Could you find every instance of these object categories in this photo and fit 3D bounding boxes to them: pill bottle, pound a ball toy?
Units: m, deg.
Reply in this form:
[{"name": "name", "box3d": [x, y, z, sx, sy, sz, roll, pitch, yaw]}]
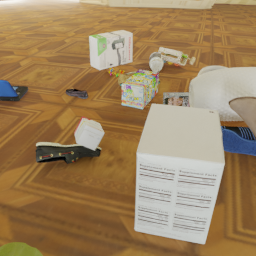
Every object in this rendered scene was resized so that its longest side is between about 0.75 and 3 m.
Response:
[{"name": "pill bottle", "box3d": [1.625, -3.788, 16.121, 0.808, 0.808, 1.421, 2, 31, 4]}, {"name": "pound a ball toy", "box3d": [2.906, -4.185, 16.969, 1.973, 0.838, 1.286, 27, 15, 36]}]

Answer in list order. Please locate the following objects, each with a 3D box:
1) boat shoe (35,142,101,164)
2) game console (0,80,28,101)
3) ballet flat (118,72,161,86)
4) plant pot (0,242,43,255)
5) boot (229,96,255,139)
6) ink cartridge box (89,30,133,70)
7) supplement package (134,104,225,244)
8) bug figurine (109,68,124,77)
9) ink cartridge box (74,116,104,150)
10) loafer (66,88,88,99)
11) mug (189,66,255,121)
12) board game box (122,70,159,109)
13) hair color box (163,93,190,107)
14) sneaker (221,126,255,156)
[{"name": "boat shoe", "box3d": [-1.864, 0.838, 8.897, 2.056, 0.752, 0.644, 2, 70, -17]}, {"name": "game console", "box3d": [-5.997, -1.967, 12.715, 2.238, 1.324, 1.910, 3, 33, 3]}, {"name": "ballet flat", "box3d": [0.572, -2.509, 14.025, 2.134, 0.672, 0.732, -3, -7, -4]}, {"name": "plant pot", "box3d": [-2.125, 2.935, 4.838, 1.677, 1.677, 1.592, -1, 19, -2]}, {"name": "boot", "box3d": [3.823, -0.106, 8.326, 1.977, 0.694, 1.445, 4, 67, -36]}, {"name": "ink cartridge box", "box3d": [-0.957, -4.638, 16.545, 2.468, 1.796, 1.037, -22, 38, -31]}, {"name": "supplement package", "box3d": [1.204, 1.012, 6.898, 1.750, 2.380, 2.276, 7, 32, 10]}, {"name": "bug figurine", "box3d": [-0.672, -3.073, 15.527, 0.898, 0.231, 0.696, 17, 42, 19]}, {"name": "ink cartridge box", "box3d": [-1.132, 0.144, 8.079, 0.611, 0.608, 0.841, 24, 11, -21]}, {"name": "loafer", "box3d": [-2.402, -1.705, 13.158, 1.262, 0.397, 0.454, 17, 36, 25]}, {"name": "mug", "box3d": [3.704, -1.551, 11.168, 2.449, 2.062, 2.794, -2, 49, 4]}, {"name": "board game box", "box3d": [0.581, -1.802, 12.721, 1.042, 1.024, 1.987, 13, 34, 20]}, {"name": "hair color box", "box3d": [2.165, -1.174, 12.079, 1.278, 0.633, 0.387, 0, 32, 0]}, {"name": "sneaker", "box3d": [3.905, 0.350, 9.545, 2.366, 0.830, 0.922, 17, 32, 13]}]
